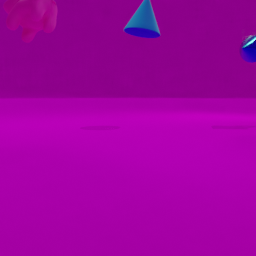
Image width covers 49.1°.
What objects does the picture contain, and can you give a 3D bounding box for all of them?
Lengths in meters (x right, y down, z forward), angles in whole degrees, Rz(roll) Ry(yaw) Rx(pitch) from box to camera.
[{"bbox_3d":[-2.222,-2.748,6.443,1.542,1.517,0.846,-9,-29,28],"label":"cow figurine"},{"bbox_3d":[3.878,-2.572,9.075,0.881,0.881,0.885,6,14,43],"label":"cone"},{"bbox_3d":[0.551,-3.714,9.146,1.216,1.221,1.216,9,5,-1],"label":"cone"}]
